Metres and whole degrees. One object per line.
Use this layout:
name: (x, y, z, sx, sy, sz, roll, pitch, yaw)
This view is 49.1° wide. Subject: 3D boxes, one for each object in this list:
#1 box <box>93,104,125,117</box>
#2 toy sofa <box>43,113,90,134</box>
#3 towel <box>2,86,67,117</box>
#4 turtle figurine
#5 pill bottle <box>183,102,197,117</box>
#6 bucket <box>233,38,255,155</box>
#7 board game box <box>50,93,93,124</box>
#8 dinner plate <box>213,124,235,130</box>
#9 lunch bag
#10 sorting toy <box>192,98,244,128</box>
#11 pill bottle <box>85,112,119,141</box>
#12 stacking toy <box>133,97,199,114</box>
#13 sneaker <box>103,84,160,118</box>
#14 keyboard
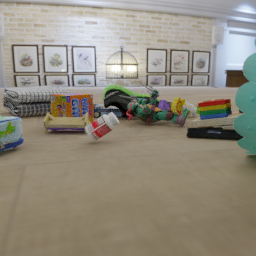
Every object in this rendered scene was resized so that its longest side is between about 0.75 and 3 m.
box: (-0.961, -0.843, 13.230, 1.428, 0.394, 2.091, -2, 11, -9)
toy sofa: (-1.943, -0.073, 8.998, 1.397, 0.682, 0.578, 1, 34, 0)
towel: (-4.558, -1.303, 13.593, 2.433, 1.257, 2.938, -10, 16, -35)
turtle figurine: (0.928, -0.754, 10.472, 2.521, 1.269, 1.887, 18, 30, 4)
pill bottle: (2.518, -0.860, 12.394, 1.089, 0.568, 0.568, 20, 9, -7)
bucket: (3.649, -0.576, 5.662, 1.897, 2.916, 2.916, 17, 19, 40)
board game box: (-2.081, -0.696, 10.426, 1.135, 1.134, 1.135, -10, 14, -43)
dinner plate: (3.721, -0.112, 9.258, 1.833, 0.222, 1.833, -9, 4, 1)
lunch bag: (-3.728, 0.116, 6.857, 2.075, 0.855, 1.668, 5, 13, 27)
sorting toy: (3.594, -0.652, 9.684, 2.418, 0.841, 2.403, -6, 4, 24)
pill bottle: (-0.689, -0.053, 7.601, 0.855, 0.480, 0.480, -33, 9, 6)
stacking toy: (1.732, -0.731, 11.408, 2.038, 0.635, 2.703, 4, -3, 38)
sneaker: (0.302, -0.892, 12.003, 2.937, 1.230, 1.127, 16, -13, -4)
keyboard: (2.596, 0.164, 8.465, 1.587, 0.204, 0.953, 3, 18, 14)
